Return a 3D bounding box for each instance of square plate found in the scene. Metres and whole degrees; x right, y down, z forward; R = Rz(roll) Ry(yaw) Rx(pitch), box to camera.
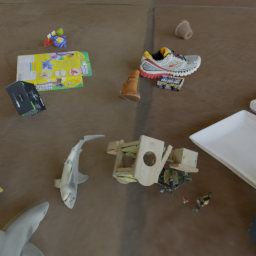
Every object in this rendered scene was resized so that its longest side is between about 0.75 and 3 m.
[{"bbox_3d":[3.444,0.542,7.777,2.529,0.360,2.505,-22,42,-27],"label":"square plate"}]

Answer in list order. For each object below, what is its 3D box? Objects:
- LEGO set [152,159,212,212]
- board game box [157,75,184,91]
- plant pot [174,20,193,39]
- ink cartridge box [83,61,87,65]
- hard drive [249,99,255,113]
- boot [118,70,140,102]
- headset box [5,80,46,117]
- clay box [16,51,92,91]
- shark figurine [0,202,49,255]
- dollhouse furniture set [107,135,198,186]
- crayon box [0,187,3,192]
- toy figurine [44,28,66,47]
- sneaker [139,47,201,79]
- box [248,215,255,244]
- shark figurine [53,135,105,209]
[{"bbox_3d":[1.177,1.380,6.727,1.045,0.456,1.610,-20,54,-21],"label":"LEGO set"},{"bbox_3d":[1.659,-1.769,10.959,0.908,0.257,0.750,14,37,18],"label":"board game box"},{"bbox_3d":[3.079,-5.273,15.221,0.930,0.930,0.811,-18,57,-23],"label":"plant pot"},{"bbox_3d":[-2.239,-2.716,12.146,0.814,0.342,0.592,-16,40,-20],"label":"ink cartridge box"},{"bbox_3d":[5.900,-0.761,9.501,2.911,0.369,1.921,-20,41,-24],"label":"hard drive"},{"bbox_3d":[0.204,-1.472,9.665,0.519,1.052,1.355,27,-3,-19],"label":"boot"},{"bbox_3d":[-3.176,-0.908,8.736,0.526,0.988,1.134,-25,1,5],"label":"headset box"},{"bbox_3d":[-2.864,-2.237,10.998,2.754,0.656,1.582,-6,52,-10],"label":"clay box"},{"bbox_3d":[-2.027,2.324,4.819,1.607,1.122,2.689,-14,37,-16],"label":"shark figurine"},{"bbox_3d":[0.499,0.986,7.027,1.648,1.863,1.036,18,75,-23],"label":"dollhouse furniture set"},{"bbox_3d":[-4.012,1.795,5.885,1.490,0.611,2.369,29,46,33],"label":"crayon box"},{"bbox_3d":[-3.546,-4.456,14.469,0.907,0.799,1.514,33,43,-4],"label":"toy figurine"},{"bbox_3d":[1.805,-2.752,11.571,2.659,1.092,1.035,-10,38,-14],"label":"sneaker"},{"bbox_3d":[3.493,1.750,5.289,1.874,1.391,1.003,-11,38,-15],"label":"box"},{"bbox_3d":[-1.195,0.970,6.824,0.749,1.795,1.072,22,-12,-35],"label":"shark figurine"}]
